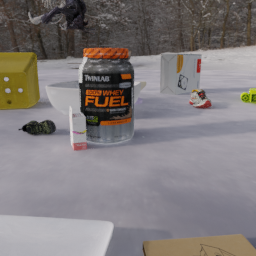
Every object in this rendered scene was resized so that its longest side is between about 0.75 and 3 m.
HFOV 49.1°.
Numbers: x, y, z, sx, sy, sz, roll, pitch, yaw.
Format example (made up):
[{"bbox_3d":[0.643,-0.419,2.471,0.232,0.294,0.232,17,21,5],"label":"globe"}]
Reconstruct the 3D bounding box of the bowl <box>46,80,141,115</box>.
[{"bbox_3d":[-1.127,-1.090,10.132,2.913,1.089,2.917,5,14,19],"label":"bowl"}]

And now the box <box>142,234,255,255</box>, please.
[{"bbox_3d":[0.748,1.318,2.580,1.118,0.119,0.914,-2,14,-6],"label":"box"}]

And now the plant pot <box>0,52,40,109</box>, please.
[{"bbox_3d":[-4.723,-1.779,11.269,2.134,2.134,1.882,-4,27,-16],"label":"plant pot"}]

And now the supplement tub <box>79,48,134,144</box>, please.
[{"bbox_3d":[-0.505,-0.793,6.745,1.323,2.159,1.323,-1,14,0],"label":"supplement tub"}]

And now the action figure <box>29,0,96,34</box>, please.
[{"bbox_3d":[-1.793,-3.121,6.772,1.182,2.315,1.376,-24,30,23],"label":"action figure"}]

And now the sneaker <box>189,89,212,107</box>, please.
[{"bbox_3d":[2.914,-1.228,11.471,0.652,0.688,1.675,-2,15,-8],"label":"sneaker"}]

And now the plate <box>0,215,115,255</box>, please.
[{"bbox_3d":[-1.034,1.295,2.353,1.653,0.268,1.657,1,14,6],"label":"plate"}]

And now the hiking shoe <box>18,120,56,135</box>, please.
[{"bbox_3d":[-2.339,0.036,7.270,1.042,0.395,0.525,-1,21,32],"label":"hiking shoe"}]

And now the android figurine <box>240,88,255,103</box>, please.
[{"bbox_3d":[6.257,-1.394,12.462,2.343,0.528,2.574,4,16,18],"label":"android figurine"}]

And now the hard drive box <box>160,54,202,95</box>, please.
[{"bbox_3d":[3.043,-3.142,16.017,1.070,2.171,2.786,12,19,39],"label":"hard drive box"}]

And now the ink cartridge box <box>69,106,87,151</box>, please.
[{"bbox_3d":[-1.113,-0.020,6.223,0.310,0.918,0.535,-5,16,-17],"label":"ink cartridge box"}]

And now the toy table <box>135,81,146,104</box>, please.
[{"bbox_3d":[0.105,-1.627,12.607,1.440,0.918,1.567,-7,17,-26],"label":"toy table"}]
